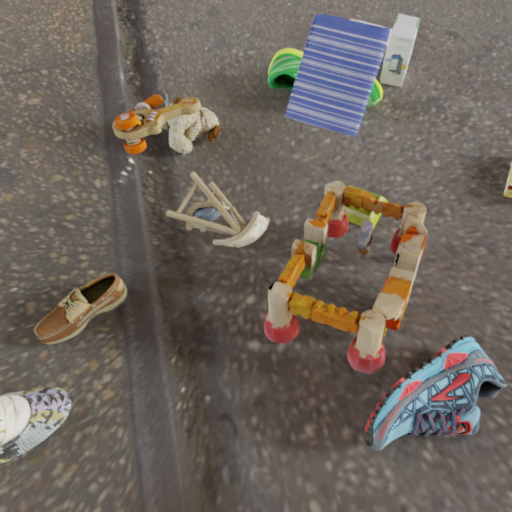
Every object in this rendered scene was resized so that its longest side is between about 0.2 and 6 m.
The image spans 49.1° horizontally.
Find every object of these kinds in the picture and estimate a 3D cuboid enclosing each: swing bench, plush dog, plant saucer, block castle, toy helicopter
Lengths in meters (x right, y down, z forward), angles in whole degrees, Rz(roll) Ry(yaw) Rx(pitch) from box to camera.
[{"bbox_3d":[-0.499,-0.541,8.029,1.146,1.140,0.743,33,94,8],"label":"swing bench"},{"bbox_3d":[-1.435,-3.097,12.762,1.212,1.132,1.411,-5,48,-34],"label":"plush dog"},{"bbox_3d":[2.151,-1.067,11.596,0.930,0.223,0.932,23,56,17],"label":"plant saucer"},{"bbox_3d":[1.650,0.332,9.774,2.127,1.494,3.184,17,52,18],"label":"block castle"},{"bbox_3d":[-1.497,-2.107,8.422,1.353,0.534,0.895,-20,42,-7],"label":"toy helicopter"}]

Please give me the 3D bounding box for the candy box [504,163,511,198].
[{"bbox_3d":[5.852,-1.729,12.007,0.767,0.367,1.328,19,56,15],"label":"candy box"}]

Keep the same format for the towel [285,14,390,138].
[{"bbox_3d":[1.530,-3.464,10.693,1.513,0.249,2.090,20,98,17],"label":"towel"}]

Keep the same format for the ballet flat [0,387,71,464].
[{"bbox_3d":[-4.186,2.669,8.269,2.824,1.016,1.016,-23,56,-17],"label":"ballet flat"}]

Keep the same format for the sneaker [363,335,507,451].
[{"bbox_3d":[2.812,2.263,8.550,2.585,1.025,1.235,-30,60,-21],"label":"sneaker"}]

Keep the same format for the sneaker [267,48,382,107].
[{"bbox_3d":[1.608,-4.049,13.524,2.904,1.076,1.214,21,71,18],"label":"sneaker"}]

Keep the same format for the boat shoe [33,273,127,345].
[{"bbox_3d":[-3.118,0.849,9.856,1.746,0.645,0.661,-36,60,-24],"label":"boat shoe"}]

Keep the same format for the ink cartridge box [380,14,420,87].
[{"bbox_3d":[3.568,-5.107,13.969,0.607,1.386,1.007,17,53,8],"label":"ink cartridge box"}]

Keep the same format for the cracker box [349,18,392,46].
[{"bbox_3d":[2.968,-5.980,15.275,1.270,0.366,0.851,22,56,17],"label":"cracker box"}]
